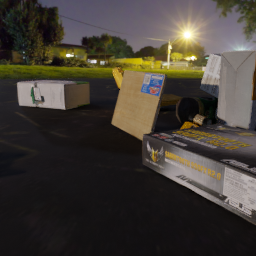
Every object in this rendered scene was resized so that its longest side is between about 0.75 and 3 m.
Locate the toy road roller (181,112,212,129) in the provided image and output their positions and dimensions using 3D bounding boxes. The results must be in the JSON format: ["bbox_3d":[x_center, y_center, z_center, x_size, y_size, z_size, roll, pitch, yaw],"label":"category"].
[{"bbox_3d":[1.669,0.093,6.756,0.530,0.862,0.629,30,-8,40],"label":"toy road roller"}]

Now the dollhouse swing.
[{"bbox_3d":[0.888,-1.961,12.761,2.338,2.416,2.659,-22,14,-4],"label":"dollhouse swing"}]

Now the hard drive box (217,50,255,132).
[{"bbox_3d":[3.648,-0.721,6.736,2.832,2.207,1.088,-6,14,-21],"label":"hard drive box"}]

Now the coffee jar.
[{"bbox_3d":[2.626,-0.529,8.914,2.077,0.886,1.083,-2,15,-10],"label":"coffee jar"}]

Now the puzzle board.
[{"bbox_3d":[0.252,-0.675,7.636,0.196,1.698,2.253,11,8,-29],"label":"puzzle board"}]

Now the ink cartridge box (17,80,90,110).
[{"bbox_3d":[-3.519,-1.645,13.347,2.758,1.163,2.014,6,14,25],"label":"ink cartridge box"}]

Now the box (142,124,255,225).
[{"bbox_3d":[1.773,0.528,4.692,2.054,0.627,2.594,-7,15,-28],"label":"box"}]

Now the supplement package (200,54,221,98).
[{"bbox_3d":[3.191,-1.373,8.060,1.480,1.138,1.548,7,19,-15],"label":"supplement package"}]
